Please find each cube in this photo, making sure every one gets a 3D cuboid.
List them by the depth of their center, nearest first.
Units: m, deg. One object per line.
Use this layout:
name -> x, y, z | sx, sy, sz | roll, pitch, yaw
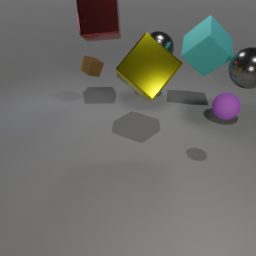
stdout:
cube -> 0.590, -1.783, 8.617 | 1.400, 1.400, 1.400 | 40, 2, -3
cube -> -1.034, -4.058, 10.334 | 1.400, 1.400, 1.400 | -4, 9, 2
cube -> 3.138, -3.221, 11.116 | 1.400, 1.400, 1.400 | 34, 49, -24
cube -> -1.659, -2.826, 12.844 | 0.700, 0.700, 0.700 | -2, 32, -49

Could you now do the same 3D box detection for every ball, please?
ball -> 2.537, -0.565, 7.239 | 0.700, 0.700, 0.700 | 0, 29, 0
ball -> 4.180, -2.044, 9.610 | 1.400, 1.400, 1.400 | 0, 29, 0
ball -> 1.272, -3.404, 12.004 | 1.400, 1.400, 1.400 | 0, 29, 0
